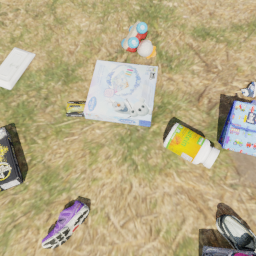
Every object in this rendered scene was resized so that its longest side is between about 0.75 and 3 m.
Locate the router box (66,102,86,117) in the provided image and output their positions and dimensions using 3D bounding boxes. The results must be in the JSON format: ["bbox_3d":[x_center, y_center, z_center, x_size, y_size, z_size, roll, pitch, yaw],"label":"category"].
[{"bbox_3d":[-2.121,-0.770,11.508,0.778,0.203,0.612,0,63,0],"label":"router box"}]

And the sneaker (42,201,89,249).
[{"bbox_3d":[-2.136,3.216,9.361,0.770,0.744,1.847,31,57,31],"label":"sneaker"}]

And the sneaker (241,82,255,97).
[{"bbox_3d":[5.115,-1.677,11.905,0.559,0.308,0.764,11,69,1],"label":"sneaker"}]

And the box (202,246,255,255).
[{"bbox_3d":[3.051,4.292,8.326,1.598,0.917,1.056,6,104,2],"label":"box"}]

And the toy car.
[{"bbox_3d":[0.685,-3.802,12.541,1.531,1.411,1.354,30,94,-20],"label":"toy car"}]

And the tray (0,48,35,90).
[{"bbox_3d":[-5.165,-2.743,12.487,1.149,0.237,2.140,20,65,9],"label":"tray"}]

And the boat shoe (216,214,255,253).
[{"bbox_3d":[3.778,3.732,8.991,0.832,0.664,2.201,-42,70,-18],"label":"boat shoe"}]

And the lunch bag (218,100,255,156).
[{"bbox_3d":[4.347,-0.083,10.247,1.446,0.903,1.920,13,102,5],"label":"lunch bag"}]

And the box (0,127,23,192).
[{"bbox_3d":[-5.450,1.469,10.123,2.766,0.679,2.229,-21,62,-10],"label":"box"}]

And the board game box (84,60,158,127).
[{"bbox_3d":[-0.228,-1.497,11.655,2.680,0.584,2.693,8,64,4],"label":"board game box"}]

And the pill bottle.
[{"bbox_3d":[2.343,0.685,10.299,1.851,1.028,1.028,30,67,13],"label":"pill bottle"}]
